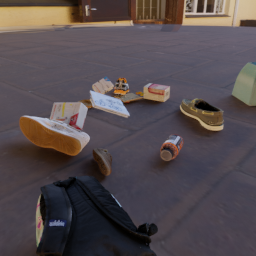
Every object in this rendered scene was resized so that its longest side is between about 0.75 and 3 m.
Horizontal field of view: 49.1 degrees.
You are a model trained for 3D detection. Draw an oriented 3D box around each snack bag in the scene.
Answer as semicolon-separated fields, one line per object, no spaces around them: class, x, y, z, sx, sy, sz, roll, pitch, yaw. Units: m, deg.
snack bag;-0.644;-0.784;8.948;1.212;0.138;1.285;15;23;-24

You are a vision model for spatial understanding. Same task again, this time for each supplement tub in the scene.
supplement tub;1.351;0.626;8.752;0.548;0.548;1.025;12;29;23

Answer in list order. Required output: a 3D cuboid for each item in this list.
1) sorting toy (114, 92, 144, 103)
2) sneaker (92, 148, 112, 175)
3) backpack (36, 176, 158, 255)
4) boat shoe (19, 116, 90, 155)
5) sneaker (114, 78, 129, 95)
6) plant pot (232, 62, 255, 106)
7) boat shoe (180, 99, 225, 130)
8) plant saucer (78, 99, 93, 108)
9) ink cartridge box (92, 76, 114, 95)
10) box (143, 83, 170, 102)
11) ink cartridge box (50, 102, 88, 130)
sorting toy;0.209;-1.485;13.547;1.450;0.194;1.080;-15;25;-29
sneaker;-0.647;0.919;8.243;0.491;0.458;1.299;-7;27;-23
backpack;-0.833;1.908;5.011;1.941;1.472;2.326;-2;25;-32
boat shoe;-2.463;0.154;9.394;2.583;0.915;0.895;21;31;20
sneaker;-0.286;-2.191;14.147;0.754;0.744;1.926;5;17;-2
plant pot;6.188;-2.179;13.185;1.697;1.728;1.692;-5;27;-9
boat shoe;2.960;-0.753;11.317;0.921;0.771;2.578;-9;27;-18
plant saucer;-1.852;-1.086;12.720;0.873;0.155;0.873;0;26;0
ink cartridge box;-1.171;-1.920;13.066;0.815;0.341;0.591;-35;82;-17
box;1.381;-1.723;13.514;1.104;0.602;0.706;14;29;25
ink cartridge box;-2.175;-0.440;10.141;1.203;0.873;0.502;2;-20;24
